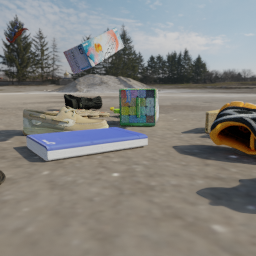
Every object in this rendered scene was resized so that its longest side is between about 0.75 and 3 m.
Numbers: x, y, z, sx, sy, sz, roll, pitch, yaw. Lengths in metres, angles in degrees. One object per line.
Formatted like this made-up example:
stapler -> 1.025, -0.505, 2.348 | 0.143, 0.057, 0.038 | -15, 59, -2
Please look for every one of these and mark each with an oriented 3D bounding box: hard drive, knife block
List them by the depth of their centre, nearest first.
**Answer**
hard drive -> -0.972, 0.304, 6.662 | 2.413, 0.306, 1.592 | -6, 11, -33
knife block -> 3.615, -0.217, 8.865 | 1.788, 0.652, 2.037 | 5, 9, 37

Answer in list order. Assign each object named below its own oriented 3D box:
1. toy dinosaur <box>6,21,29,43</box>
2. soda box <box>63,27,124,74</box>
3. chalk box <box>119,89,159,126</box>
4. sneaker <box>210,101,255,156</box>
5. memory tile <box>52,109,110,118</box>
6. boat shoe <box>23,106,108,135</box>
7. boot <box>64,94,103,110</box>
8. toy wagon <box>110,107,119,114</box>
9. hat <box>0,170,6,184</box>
toy dinosaur -> -3.252, -2.712, 8.056 | 0.394, 0.682, 0.751 | 0, 37, -48
soda box -> -0.891, -2.217, 7.880 | 0.697, 0.648, 2.039 | -12, 24, 32
chalk box -> 0.408, -0.794, 10.380 | 1.342, 1.349, 2.168 | 2, 7, 10
sneaker -> 3.005, 0.186, 5.635 | 2.851, 1.116, 1.101 | 9, 33, 43
memory tile -> -2.294, -0.675, 13.313 | 1.980, 0.217, 2.583 | -9, 13, -43
boat shoe -> -1.866, -0.221, 8.356 | 2.541, 0.825, 0.917 | 0, 9, 1
boot -> -2.637, -1.498, 16.199 | 1.780, 0.896, 2.381 | -12, 24, -26
toy wagon -> 0.263, -0.758, 13.143 | 2.233, 0.442, 1.732 | 1, 8, 8
hat -> -2.635, 0.545, 3.994 | 1.659, 0.669, 1.659 | -1, 9, 0
